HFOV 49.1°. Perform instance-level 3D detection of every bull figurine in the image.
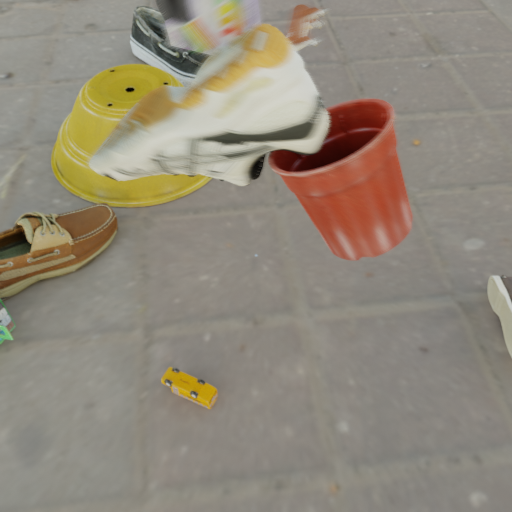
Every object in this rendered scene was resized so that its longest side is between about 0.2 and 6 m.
[{"bbox_3d":[0.721,-3.513,8.819,0.550,0.295,0.905,13,89,3],"label":"bull figurine"}]

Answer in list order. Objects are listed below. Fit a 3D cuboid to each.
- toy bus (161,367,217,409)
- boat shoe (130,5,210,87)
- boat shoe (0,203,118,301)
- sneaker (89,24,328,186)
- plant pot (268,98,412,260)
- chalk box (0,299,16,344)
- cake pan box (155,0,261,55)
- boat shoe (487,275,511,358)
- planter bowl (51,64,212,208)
[{"bbox_3d":[-0.909,1.791,7.611,0.750,0.294,0.244,20,53,17],"label":"toy bus"},{"bbox_3d":[-1.731,-4.820,12.915,3.416,1.211,1.231,29,54,23],"label":"boat shoe"},{"bbox_3d":[-3.437,-0.187,8.935,2.589,0.956,0.979,-32,56,-26],"label":"boat shoe"},{"bbox_3d":[-0.596,-1.161,5.942,2.978,1.305,1.126,-11,46,43],"label":"sneaker"},{"bbox_3d":[0.960,-0.715,5.745,1.290,1.255,1.290,-21,33,14],"label":"plant pot"},{"bbox_3d":[-4.035,0.974,8.068,1.139,0.709,0.705,19,51,18],"label":"chalk box"},{"bbox_3d":[-0.762,-3.841,8.426,1.742,1.604,0.456,24,56,25],"label":"cake pan box"},{"bbox_3d":[3.870,0.945,8.188,0.498,0.601,1.673,-2,42,3],"label":"boat shoe"},{"bbox_3d":[-2.332,-2.664,10.828,3.540,1.475,3.540,0,47,0],"label":"planter bowl"}]
